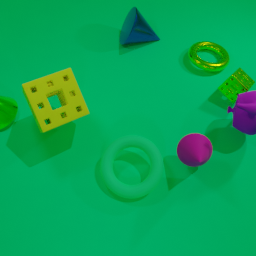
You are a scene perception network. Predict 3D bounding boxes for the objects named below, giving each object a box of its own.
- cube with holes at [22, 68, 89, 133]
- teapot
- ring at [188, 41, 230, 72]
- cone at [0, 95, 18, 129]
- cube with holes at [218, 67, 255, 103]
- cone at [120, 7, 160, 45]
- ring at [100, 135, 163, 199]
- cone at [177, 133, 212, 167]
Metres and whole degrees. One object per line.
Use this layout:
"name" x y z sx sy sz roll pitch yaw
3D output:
"cube with holes" -2.034 -0.720 7.772 1.294 1.294 1.294 -24 97 -19
"teapot" 3.382 -0.467 8.025 1.014 2.071 1.288 10 88 19
"ring" 2.984 -2.663 10.326 1.548 0.310 1.548 3 53 -4
"cone" -4.231 -0.760 8.462 1.239 1.244 1.239 -6 61 11
"cube with holes" 3.533 -1.398 9.139 0.704 0.704 0.704 47 49 6
"cone" 0.630 -3.673 10.819 1.453 1.447 1.447 15 54 -22
"ring" 0.096 1.041 7.701 1.746 0.349 1.746 -2 73 6
"cone" 1.798 0.722 7.286 0.977 0.977 0.980 6 13 4
